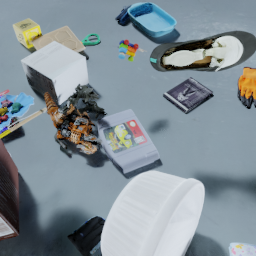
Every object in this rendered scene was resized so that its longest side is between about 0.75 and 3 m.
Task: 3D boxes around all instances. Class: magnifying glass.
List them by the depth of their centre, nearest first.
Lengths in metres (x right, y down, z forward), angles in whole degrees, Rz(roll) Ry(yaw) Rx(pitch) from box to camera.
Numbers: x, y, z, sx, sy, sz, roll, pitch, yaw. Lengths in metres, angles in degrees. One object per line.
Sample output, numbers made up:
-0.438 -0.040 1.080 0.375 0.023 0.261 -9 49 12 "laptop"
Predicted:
-2.051 -4.087 13.294 1.566 0.175 0.623 -29 66 -18 "magnifying glass"

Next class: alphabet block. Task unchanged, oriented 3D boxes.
-4.685 -4.458 13.165 0.905 0.900 0.922 -38 61 -25 "alphabet block"

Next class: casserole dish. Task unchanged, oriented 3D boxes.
1.172 -5.439 14.153 1.708 0.547 2.820 -27 59 -21 "casserole dish"

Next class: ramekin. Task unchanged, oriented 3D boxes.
0.580 2.299 6.488 1.326 2.846 2.846 22 53 31 "ramekin"

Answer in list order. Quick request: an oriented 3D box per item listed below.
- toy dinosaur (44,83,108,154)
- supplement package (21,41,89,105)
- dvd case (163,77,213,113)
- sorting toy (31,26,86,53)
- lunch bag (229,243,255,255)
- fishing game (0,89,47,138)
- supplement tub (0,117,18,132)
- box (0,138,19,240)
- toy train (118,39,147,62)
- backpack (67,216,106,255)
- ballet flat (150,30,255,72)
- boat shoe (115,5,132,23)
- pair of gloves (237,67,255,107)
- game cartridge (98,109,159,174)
-1.910 -0.422 9.608 2.994 1.530 2.032 44 77 6 "toy dinosaur"
-2.807 -2.199 11.013 1.795 1.320 1.716 32 57 24 "supplement package"
2.375 -1.337 11.083 1.638 0.131 1.218 -33 58 -24 "dvd case"
-3.187 -3.756 12.794 1.875 0.370 2.026 -30 60 -17 "sorting toy"
2.979 3.324 6.967 0.922 0.586 0.781 10 52 -5 "lunch bag"
-3.018 -0.396 6.336 1.779 0.386 2.484 -34 36 -24 "fishing game"
-4.522 -0.278 9.771 1.150 0.807 0.807 -25 55 -18 "supplement tub"
-4.058 1.746 7.435 1.809 1.827 2.203 -12 51 -9 "box"
0.163 -2.468 9.301 1.021 0.432 0.591 16 81 -25 "toy train"
-0.928 2.789 7.373 0.811 0.764 0.994 34 74 27 "backpack"
2.021 -1.858 7.253 2.883 0.980 0.986 -10 19 5 "ballet flat"
-0.152 -6.075 14.680 0.512 0.628 1.493 24 52 20 "boat shoe"
5.685 -1.482 11.086 2.640 0.326 2.352 18 53 13 "pair of gloves"
-0.125 0.385 9.496 1.527 0.469 2.293 -22 54 -12 "game cartridge"
